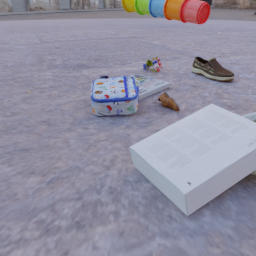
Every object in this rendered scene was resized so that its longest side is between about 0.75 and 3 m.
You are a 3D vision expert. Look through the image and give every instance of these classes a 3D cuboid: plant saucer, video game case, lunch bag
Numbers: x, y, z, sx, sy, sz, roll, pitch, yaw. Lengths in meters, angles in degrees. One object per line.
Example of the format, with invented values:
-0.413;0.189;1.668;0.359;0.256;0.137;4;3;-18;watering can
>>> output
3.233;0.420;6.519;2.202;0.553;2.202;-15;33;10;plant saucer
0.363;-1.764;11.795;2.001;0.242;2.196;22;34;36;video game case
-0.424;-1.205;9.847;1.708;0.805;2.131;-5;32;0;lunch bag

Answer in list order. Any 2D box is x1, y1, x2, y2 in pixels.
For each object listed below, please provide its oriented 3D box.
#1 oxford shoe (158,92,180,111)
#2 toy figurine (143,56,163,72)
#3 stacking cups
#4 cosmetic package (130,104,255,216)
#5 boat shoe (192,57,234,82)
1.432;-0.848;9.878;0.429;0.430;1.204;-35;34;-2;oxford shoe
1.109;-3.146;14.564;0.853;0.751;1.424;-18;10;35;toy figurine
0.872;-2.922;6.581;2.272;0.687;0.687;28;37;36;stacking cups
1.605;0.497;6.088;2.533;0.654;1.910;-26;32;-19;cosmetic package
3.993;-2.890;13.363;0.908;0.909;2.458;-17;31;-31;boat shoe
